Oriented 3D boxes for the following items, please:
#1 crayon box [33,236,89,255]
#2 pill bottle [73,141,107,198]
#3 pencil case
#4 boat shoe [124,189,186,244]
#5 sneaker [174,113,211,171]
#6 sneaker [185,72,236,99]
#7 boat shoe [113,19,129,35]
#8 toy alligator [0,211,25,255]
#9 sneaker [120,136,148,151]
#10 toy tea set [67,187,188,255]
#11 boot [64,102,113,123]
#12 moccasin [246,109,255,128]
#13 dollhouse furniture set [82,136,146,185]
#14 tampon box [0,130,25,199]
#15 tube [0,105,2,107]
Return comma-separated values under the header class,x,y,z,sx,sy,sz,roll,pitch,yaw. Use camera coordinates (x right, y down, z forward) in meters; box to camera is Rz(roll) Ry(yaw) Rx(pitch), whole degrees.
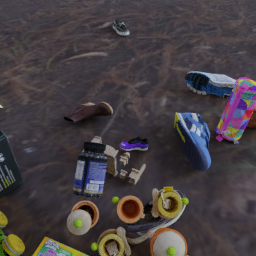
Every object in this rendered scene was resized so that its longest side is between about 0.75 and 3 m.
class,x,y,z,sx,sy,sz,roll,pitch,yaw
crayon box,-1.455,2.903,5.971,1.188,0.346,0.705,16,44,17
pill bottle,-0.858,0.960,6.559,0.691,0.691,1.235,8,83,8
pencil case,3.374,-0.498,8.597,0.903,2.043,0.903,6,36,-4
boat shoe,0.698,2.025,6.743,1.921,0.623,0.691,-25,48,-26
sneaker,2.124,0.289,8.532,0.957,0.860,2.327,-4,43,-8
sneaker,3.324,-1.773,10.971,2.219,0.832,0.961,18,38,7
boat shoe,-0.419,-5.501,15.239,0.546,0.492,1.546,-20,46,-21
toy alligator,-2.574,2.814,5.875,0.964,0.699,2.908,-45,63,-7
sneaker,0.197,0.428,8.506,0.895,0.445,0.311,0,30,-15
toy tea set,0.063,2.130,5.895,2.658,0.984,1.581,-4,81,-3
boot,-1.334,-0.442,9.442,1.439,0.521,1.197,13,38,43
moccasin,4.449,-0.362,9.262,2.110,0.815,0.772,20,46,21
dollhouse furniture set,-0.396,0.779,7.943,1.739,0.901,0.770,20,47,21
tampon box,-4.585,1.069,6.866,2.216,1.867,2.957,34,52,32
tube,-5.752,-1.225,10.404,2.370,0.615,0.688,28,58,27
